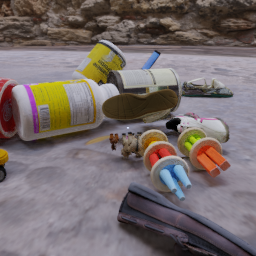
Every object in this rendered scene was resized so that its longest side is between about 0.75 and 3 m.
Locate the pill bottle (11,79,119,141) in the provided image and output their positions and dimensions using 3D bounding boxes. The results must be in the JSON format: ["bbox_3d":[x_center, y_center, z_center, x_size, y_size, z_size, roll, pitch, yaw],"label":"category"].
[{"bbox_3d":[-1.612,-0.578,7.634,2.731,1.424,1.424,-11,23,-30],"label":"pill bottle"}]

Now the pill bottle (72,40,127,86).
[{"bbox_3d":[-1.181,-1.907,10.097,1.288,2.299,1.288,36,-7,5],"label":"pill bottle"}]

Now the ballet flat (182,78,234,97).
[{"bbox_3d":[3.384,-1.730,11.838,2.272,0.817,0.817,1,20,2],"label":"ballet flat"}]

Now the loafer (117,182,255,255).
[{"bbox_3d":[0.669,1.372,3.643,2.012,0.723,0.634,20,71,43],"label":"loafer"}]

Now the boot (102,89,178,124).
[{"bbox_3d":[0.300,-0.482,7.564,1.898,0.684,1.468,-10,-9,0],"label":"boot"}]

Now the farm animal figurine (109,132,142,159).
[{"bbox_3d":[0.126,0.409,6.281,0.905,0.563,1.120,-6,-7,31],"label":"farm animal figurine"}]

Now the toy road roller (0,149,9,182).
[{"bbox_3d":[-2.824,0.618,5.293,1.046,0.764,0.643,-9,22,-24],"label":"toy road roller"}]

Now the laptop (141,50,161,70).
[{"bbox_3d":[0.431,-3.895,16.893,2.776,1.434,2.460,-1,19,-2],"label":"laptop"}]

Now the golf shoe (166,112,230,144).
[{"bbox_3d":[1.714,0.067,7.067,0.864,0.681,1.877,-14,15,-23],"label":"golf shoe"}]

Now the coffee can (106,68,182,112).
[{"bbox_3d":[0.473,-1.157,9.105,2.061,1.508,1.508,-7,21,-19],"label":"coffee can"}]

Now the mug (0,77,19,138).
[{"bbox_3d":[-4.427,-0.323,7.204,2.847,2.527,1.899,5,-17,1],"label":"mug"}]

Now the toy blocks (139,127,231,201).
[{"bbox_3d":[1.141,0.648,5.300,1.632,0.711,1.959,-4,20,-8],"label":"toy blocks"}]
